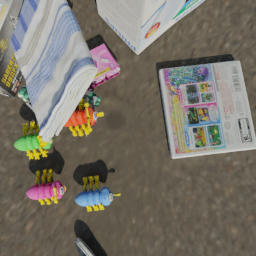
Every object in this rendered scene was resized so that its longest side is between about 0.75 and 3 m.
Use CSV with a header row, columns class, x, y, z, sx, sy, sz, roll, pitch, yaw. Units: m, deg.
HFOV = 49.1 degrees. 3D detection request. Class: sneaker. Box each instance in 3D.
class,x,y,z,sx,sy,sz,roll,pitch,yaw
sneaker,-0.963,3.310,6.828,0.500,0.494,1.259,-40,83,-13

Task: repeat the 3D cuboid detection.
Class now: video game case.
class,x,y,z,sx,sy,sz,roll,pitch,yaw
video game case,2.150,-0.541,7.703,2.297,0.299,2.523,-7,80,-1

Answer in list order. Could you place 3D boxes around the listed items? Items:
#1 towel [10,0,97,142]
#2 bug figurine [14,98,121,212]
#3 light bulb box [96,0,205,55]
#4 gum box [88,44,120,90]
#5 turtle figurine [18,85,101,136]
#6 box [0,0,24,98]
class,x,y,z,sx,sy,sz,roll,pitch,yaw
towel,-1.407,-1.284,4.744,0.306,1.886,2.568,-3,58,-41
bug figurine,-1.512,0.828,6.852,2.287,0.759,2.950,-11,95,3
light bulb box,0.792,-3.926,6.994,2.958,2.984,1.862,-41,83,-7
gum box,-1.017,-1.621,7.807,1.478,0.489,0.839,-29,79,-6
turtle figurine,-1.790,-1.004,6.854,1.951,1.312,2.607,-12,104,-37
box,-3.109,-2.175,7.230,0.567,1.860,2.348,17,78,3
